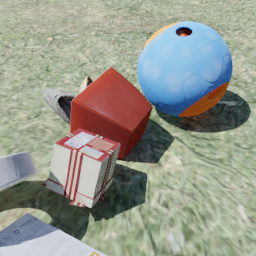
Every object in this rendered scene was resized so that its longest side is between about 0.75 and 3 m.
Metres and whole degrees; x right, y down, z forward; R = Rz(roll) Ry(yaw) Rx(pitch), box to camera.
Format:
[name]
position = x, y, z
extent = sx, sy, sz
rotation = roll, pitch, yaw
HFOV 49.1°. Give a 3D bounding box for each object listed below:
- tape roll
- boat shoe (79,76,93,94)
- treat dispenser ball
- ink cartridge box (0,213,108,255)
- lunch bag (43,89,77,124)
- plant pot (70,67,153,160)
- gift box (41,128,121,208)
[tape roll]
position = -3.028, 1.201, 5.175
extent = 2.710, 2.710, 0.495
rotation = -23, 88, -26
[boat shoe]
position = -1.487, -1.447, 9.833
extent = 0.436, 0.465, 1.261
rotation = -30, 24, 15
[treat dispenser ball]
position = 1.650, -1.713, 8.337
extent = 2.746, 2.746, 2.746
rotation = 0, 39, 0
[ink cartridge box]
position = -1.548, 2.352, 4.364
extent = 2.035, 0.441, 1.998
rotation = 20, 21, 20
[lunch bag]
position = -1.673, -0.616, 7.712
extent = 0.727, 1.236, 1.014
rotation = -52, 40, -11
[plant pot]
position = -0.374, -0.215, 7.438
extent = 1.553, 1.762, 1.760
rotation = 30, 50, 12
[gift box]
position = -1.034, 0.896, 6.032
extent = 1.264, 1.279, 1.369
rotation = 22, 23, 18
